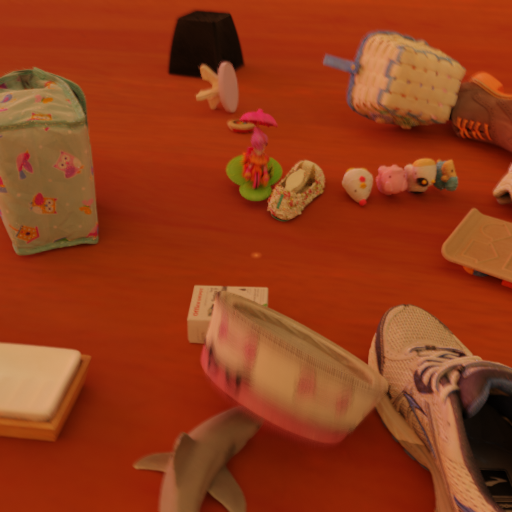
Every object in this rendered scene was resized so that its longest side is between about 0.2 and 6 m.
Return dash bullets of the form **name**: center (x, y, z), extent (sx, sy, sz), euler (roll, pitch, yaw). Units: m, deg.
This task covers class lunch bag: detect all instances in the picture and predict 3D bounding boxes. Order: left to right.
- **lunch bag**: center (-3.218, -1.510, 8.406), extent (1.485, 2.075, 2.436), euler (-10, 36, -21)

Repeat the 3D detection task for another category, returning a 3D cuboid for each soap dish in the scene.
- **soap dish**: center (-2.396, 1.372, 5.656), extent (1.208, 0.491, 0.951), euler (4, 35, 5)

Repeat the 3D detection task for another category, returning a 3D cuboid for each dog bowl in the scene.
- **dog bowl**: center (0.287, 1.044, 5.277), extent (1.823, 0.672, 1.823), euler (28, 2, -1)

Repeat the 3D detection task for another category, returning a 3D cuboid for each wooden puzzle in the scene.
- **wooden puzzle**: center (3.506, -0.004, 7.796), extent (1.535, 0.355, 1.422), euler (26, 43, 26)

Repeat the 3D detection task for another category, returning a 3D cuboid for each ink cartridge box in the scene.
- **ink cartridge box**: center (-0.328, 0.706, 6.700), extent (0.920, 0.387, 0.672), euler (1, 35, 2)

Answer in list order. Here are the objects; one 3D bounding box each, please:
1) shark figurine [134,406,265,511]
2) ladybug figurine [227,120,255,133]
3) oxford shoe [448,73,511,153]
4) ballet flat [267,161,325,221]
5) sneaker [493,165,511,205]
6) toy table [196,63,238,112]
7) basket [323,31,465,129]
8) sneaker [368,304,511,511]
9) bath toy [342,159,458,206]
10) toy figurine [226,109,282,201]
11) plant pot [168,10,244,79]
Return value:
- **shark figurine**: center (-0.502, 1.937, 4.558), extent (1.261, 0.881, 2.111), euler (-2, 33, 0)
- **ladybug figurine**: center (-0.311, -2.711, 11.766), extent (0.588, 0.212, 0.399), euler (7, 36, 10)
- **oxford shoe**: center (4.590, -2.514, 10.945), extent (1.221, 1.194, 3.350), euler (-21, 31, 6)
- **ballet flat**: center (0.756, -1.215, 9.273), extent (0.709, 0.599, 1.875), euler (21, 39, 10)
- **sneaker**: center (4.468, -0.811, 8.569), extent (0.781, 0.724, 1.926), euler (-43, 33, 4)
- **toy table**: center (-0.843, -3.749, 12.470), extent (0.646, 1.102, 1.013), euler (9, 35, 23)
- **basket**: center (2.778, -3.654, 11.597), extent (2.236, 1.764, 2.536), euler (7, 25, -21)
- **sneaker**: center (1.923, 1.359, 4.871), extent (1.277, 1.412, 3.315), euler (-5, 34, -7)
- **bath toy**: center (2.343, -1.217, 9.256), extent (1.796, 0.781, 0.664), euler (-7, 57, -2)
- **toy figurine**: center (-0.003, -1.724, 9.039), extent (0.952, 1.167, 1.268), euler (1, 46, -3)
- **plant pot**: center (-1.367, -5.697, 14.996), extent (1.622, 1.443, 1.626), euler (13, 38, 18)
